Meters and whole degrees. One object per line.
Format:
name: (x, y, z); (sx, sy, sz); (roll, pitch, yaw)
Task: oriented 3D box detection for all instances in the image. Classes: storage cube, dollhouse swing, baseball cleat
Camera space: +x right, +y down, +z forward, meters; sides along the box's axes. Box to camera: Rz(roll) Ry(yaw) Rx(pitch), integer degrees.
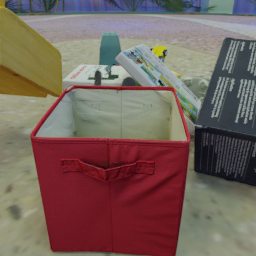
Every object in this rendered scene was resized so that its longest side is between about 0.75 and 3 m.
storage cube: (-0.179, 0.565, 4.363); (1.868, 1.965, 2.186); (1, 28, 3)
dollhouse swing: (-2.873, -2.187, 5.727); (2.776, 2.441, 2.523); (6, -9, 22)
baseball cleat: (2.942, -1.094, 9.081); (2.719, 0.948, 1.447); (17, 17, 22)

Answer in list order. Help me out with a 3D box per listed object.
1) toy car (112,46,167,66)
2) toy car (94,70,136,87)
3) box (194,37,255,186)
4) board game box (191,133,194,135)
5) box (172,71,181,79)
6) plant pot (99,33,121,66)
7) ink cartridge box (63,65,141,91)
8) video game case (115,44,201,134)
toy car: (0.802, -2.056, 10.757); (2.881, 0.643, 2.711); (-26, 43, -14)
toy car: (-0.291, -0.299, 6.145); (1.545, 1.881, 1.484); (14, 30, 26)
box: (2.969, -0.333, 5.631); (2.643, 1.511, 2.902); (12, 52, 23)
board game box: (1.762, -0.065, 7.615); (0.515, 0.141, 0.817); (14, 30, 26)
box: (1.375, -2.137, 11.369); (0.668, 0.445, 1.774); (-12, 29, -22)
plant pot: (-0.816, -3.583, 13.024); (1.090, 1.543, 1.091); (-2, 28, -3)
ink cartridge box: (-0.478, -1.201, 8.765); (2.664, 1.107, 1.953); (3, 27, 6)
video game case: (0.982, -1.207, 7.649); (2.584, 0.284, 2.355); (45, 27, -4)
